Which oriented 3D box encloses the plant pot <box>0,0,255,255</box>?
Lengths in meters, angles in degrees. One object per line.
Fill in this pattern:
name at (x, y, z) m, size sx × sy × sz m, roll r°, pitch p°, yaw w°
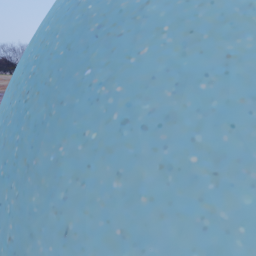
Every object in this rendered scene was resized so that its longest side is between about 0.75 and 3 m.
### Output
plant pot at (0.500, -0.043, 1.611) m, size 2.707 × 1.823 × 2.707 m, roll 0°, pitch 10°, yaw 0°
